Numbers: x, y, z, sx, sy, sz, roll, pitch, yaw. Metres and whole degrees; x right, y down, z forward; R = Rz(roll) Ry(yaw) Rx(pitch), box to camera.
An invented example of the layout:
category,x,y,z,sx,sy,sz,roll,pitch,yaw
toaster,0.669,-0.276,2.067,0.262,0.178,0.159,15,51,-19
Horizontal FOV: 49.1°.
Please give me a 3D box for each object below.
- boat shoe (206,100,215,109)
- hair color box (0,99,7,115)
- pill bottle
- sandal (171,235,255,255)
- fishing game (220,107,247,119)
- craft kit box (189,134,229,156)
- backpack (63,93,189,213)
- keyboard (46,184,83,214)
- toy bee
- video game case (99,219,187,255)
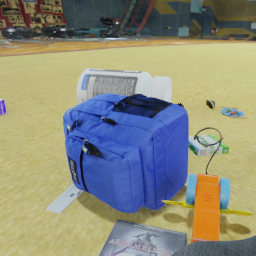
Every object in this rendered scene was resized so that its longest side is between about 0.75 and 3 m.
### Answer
category,x,y,z,sx,sy,sz,roll,pitch,yaw
boat shoe,3.228,-0.936,10.771,0.256,0.278,0.778,-6,17,-1
hair color box,-5.192,-0.577,9.485,0.966,0.573,1.768,11,26,25
pill bottle,-0.079,-1.093,9.336,2.880,1.638,1.638,7,23,17
sandal,1.533,1.867,3.502,2.621,0.561,0.996,-2,28,-26
fishing game,3.754,-0.600,10.068,0.854,0.185,1.193,5,22,5
craft kit box,2.051,0.440,7.416,0.870,0.214,0.881,-7,23,-10
backpack,-0.264,0.320,5.401,2.352,1.911,1.973,19,31,38
keyboard,-1.120,1.302,5.444,0.307,0.058,1.090,14,26,20
toy bee,1.395,1.178,4.712,1.346,1.118,2.057,22,54,28
video game case,0.134,1.906,3.776,1.164,0.155,1.630,6,23,16
